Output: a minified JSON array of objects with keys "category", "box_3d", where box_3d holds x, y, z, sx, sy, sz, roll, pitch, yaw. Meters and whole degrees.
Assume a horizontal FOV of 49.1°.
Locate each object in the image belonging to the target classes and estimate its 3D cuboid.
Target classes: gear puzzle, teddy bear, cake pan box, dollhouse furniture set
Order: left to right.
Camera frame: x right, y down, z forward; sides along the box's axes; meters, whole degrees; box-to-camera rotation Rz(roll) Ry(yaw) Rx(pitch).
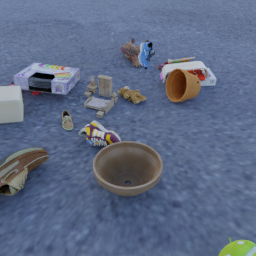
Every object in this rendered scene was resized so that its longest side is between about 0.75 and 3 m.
[{"category":"cake pan box","box_3d":[-3.461,-2.167,12.216,2.217,0.630,2.408,6,27,4]},{"category":"dollhouse furniture set","box_3d":[-1.343,-1.362,11.275,1.547,0.886,1.814,14,38,19]},{"category":"teddy bear","box_3d":[0.170,-1.415,11.744,0.938,0.432,1.293,-16,39,-24]},{"category":"gear puzzle","box_3d":[2.535,-3.350,14.554,2.077,0.272,1.076,-28,44,-33]}]

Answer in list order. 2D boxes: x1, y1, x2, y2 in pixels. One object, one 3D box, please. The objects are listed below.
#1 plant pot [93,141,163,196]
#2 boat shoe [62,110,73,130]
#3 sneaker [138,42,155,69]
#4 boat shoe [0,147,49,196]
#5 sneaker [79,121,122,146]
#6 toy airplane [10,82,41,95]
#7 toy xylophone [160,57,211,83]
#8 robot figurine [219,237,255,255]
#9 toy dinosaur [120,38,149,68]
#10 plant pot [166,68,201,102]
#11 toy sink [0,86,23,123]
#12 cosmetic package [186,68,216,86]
[{"category":"plant pot","box_3d":[-0.001,1.251,7.667,1.855,0.856,1.855,0,35,0]},{"category":"boat shoe","box_3d":[-2.248,-0.295,10.249,0.384,0.344,1.037,-14,38,-18]},{"category":"sneaker","box_3d":[0.824,-3.155,12.012,0.611,0.538,1.370,-12,64,35]},{"category":"boat shoe","box_3d":[-3.283,1.384,7.561,2.634,0.997,0.973,-26,75,-44]},{"category":"sneaker","box_3d":[-0.896,0.386,9.157,0.774,0.644,1.718,-35,42,-27]},{"category":"toy airplane","box_3d":[-4.377,-1.856,12.434,1.789,0.329,1.789,3,30,-2]},{"category":"toy xylophone","box_3d":[2.578,-2.660,12.806,2.258,0.567,1.653,-1,35,8]},{"category":"robot figurine","box_3d":[2.462,2.894,5.197,1.619,1.068,1.845,-30,46,-28]},{"category":"toy dinosaur","box_3d":[0.146,-4.138,15.131,1.578,0.999,2.328,-33,41,-28]},{"category":"plant pot","box_3d":[2.334,-1.725,11.549,0.948,1.355,1.355,0,32,-30]},{"category":"toy sink","box_3d":[-4.898,-0.824,10.424,1.817,1.018,1.185,-6,36,-17]},{"category":"cosmetic package","box_3d":[3.158,-2.388,13.101,1.584,0.409,1.194,-2,38,-2]}]
